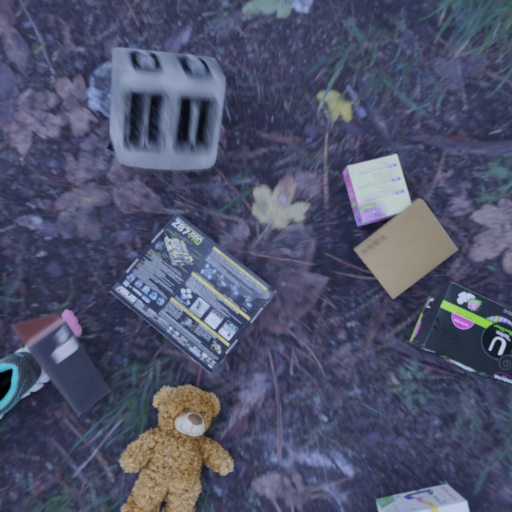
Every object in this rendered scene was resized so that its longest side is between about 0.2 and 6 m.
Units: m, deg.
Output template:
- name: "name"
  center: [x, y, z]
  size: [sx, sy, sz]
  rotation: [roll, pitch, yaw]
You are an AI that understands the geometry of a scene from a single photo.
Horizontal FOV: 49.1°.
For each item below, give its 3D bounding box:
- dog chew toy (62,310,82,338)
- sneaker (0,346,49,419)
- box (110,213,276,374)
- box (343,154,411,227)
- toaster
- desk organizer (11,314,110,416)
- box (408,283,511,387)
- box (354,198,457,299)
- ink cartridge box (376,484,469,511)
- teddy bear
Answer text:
- name: "dog chew toy"
  center: [-3.552, 1.304, 10.693]
  size: [0.354, 0.354, 0.569]
  rotation: [-19, 79, -2]
- name: "sneaker"
  center: [-5.004, 2.681, 10.102]
  size: [1.054, 1.239, 2.717]
  rotation: [43, 87, 4]
- name: "box"
  center: [-1.166, 0.687, 10.550]
  size: [2.443, 0.600, 1.970]
  rotation: [38, 83, 3]
- name: "box"
  center: [2.328, -1.255, 10.806]
  size: [0.996, 0.548, 1.133]
  rotation: [-15, 84, -2]
- name: "toaster"
  center: [-1.673, -2.567, 10.112]
  size: [1.896, 1.244, 2.097]
  rotation: [0, 122, -18]
- name: "desk organizer"
  center: [-3.378, 1.819, 9.761]
  size: [0.713, 1.987, 0.765]
  rotation: [-38, 46, -25]
- name: "box"
  center: [3.940, 1.411, 10.304]
  size: [1.728, 1.074, 1.284]
  rotation: [24, 85, 1]
- name: "box"
  center: [2.837, -0.115, 10.599]
  size: [1.561, 0.166, 1.276]
  rotation: [-39, 105, 5]
- name: "ink cartridge box"
  center: [2.987, 4.659, 10.026]
  size: [1.417, 1.029, 0.620]
  rotation: [-10, 85, -1]
- name: "teddy bear"
  center: [-1.471, 3.770, 10.180]
  size: [1.983, 0.913, 2.735]
  rotation: [33, 86, 1]
